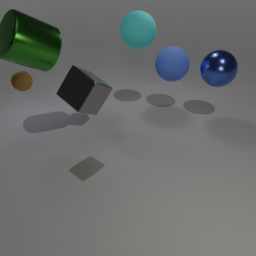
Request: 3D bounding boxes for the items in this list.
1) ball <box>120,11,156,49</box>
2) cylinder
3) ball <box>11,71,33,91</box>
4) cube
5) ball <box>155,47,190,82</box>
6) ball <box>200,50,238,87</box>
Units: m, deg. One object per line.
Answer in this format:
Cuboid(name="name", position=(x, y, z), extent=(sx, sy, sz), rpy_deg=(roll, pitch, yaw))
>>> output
Cuboid(name="ball", position=(0.383, -3.755, 10.762), extent=(1.400, 1.400, 1.400), rpy_deg=(0, 30, 0))
Cuboid(name="cylinder", position=(-2.891, -2.504, 8.182), extent=(1.400, 1.400, 1.400), rpy_deg=(10, 16, -44))
Cuboid(name="ball", position=(-3.623, -1.605, 9.565), extent=(0.700, 0.700, 0.700), rpy_deg=(0, 30, 0))
Cuboid(name="cube", position=(-0.895, -0.766, 5.818), extent=(0.700, 0.700, 0.700), rpy_deg=(38, 14, 22))
Cuboid(name="ball", position=(1.816, -2.616, 11.502), extent=(1.400, 1.400, 1.400), rpy_deg=(0, 30, 0))
Cuboid(name="ball", position=(3.492, -2.281, 10.794), extent=(1.400, 1.400, 1.400), rpy_deg=(0, 30, 0))
